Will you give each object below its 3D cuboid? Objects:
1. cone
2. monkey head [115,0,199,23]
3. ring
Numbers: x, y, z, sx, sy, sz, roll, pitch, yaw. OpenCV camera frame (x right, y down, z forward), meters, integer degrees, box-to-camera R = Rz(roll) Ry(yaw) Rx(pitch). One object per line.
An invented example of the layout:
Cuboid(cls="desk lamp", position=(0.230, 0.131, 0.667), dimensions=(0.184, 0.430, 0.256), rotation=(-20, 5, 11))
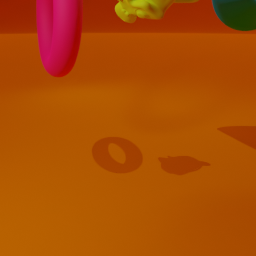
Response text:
Cuboid(cls="cone", position=(2.474, -2.455, 5.008), dimensions=(1.621, 1.621, 1.628), rotation=(2, 28, 4))
Cuboid(cls="monkey head", position=(0.211, -1.941, 3.831), dimensions=(1.448, 0.873, 1.042), rotation=(34, -6, -12))
Cuboid(cls="ring", position=(-1.170, -1.841, 4.578), dimensions=(0.400, 1.999, 1.999), rotation=(-4, 21, -25))
